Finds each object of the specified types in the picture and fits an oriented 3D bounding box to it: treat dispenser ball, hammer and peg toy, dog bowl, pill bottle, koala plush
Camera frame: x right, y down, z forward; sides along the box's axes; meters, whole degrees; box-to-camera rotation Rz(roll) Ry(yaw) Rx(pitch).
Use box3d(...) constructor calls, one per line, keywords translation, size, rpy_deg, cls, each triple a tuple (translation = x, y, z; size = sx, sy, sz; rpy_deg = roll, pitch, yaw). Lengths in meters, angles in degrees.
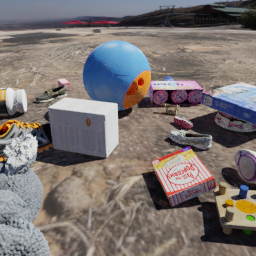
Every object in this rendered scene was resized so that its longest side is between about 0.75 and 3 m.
box3d(translation=(-0.486, -2.268, 12.326), size=(3.005, 3.005, 3.005), rpy_deg=(0, 25, 0), cls="treat dispenser ball")
box3d(translation=(2.942, 1.826, 6.336), size=(1.829, 0.645, 1.345), rpy_deg=(2, 24, 6), cls="hammer and peg toy")
box3d(translation=(4.432, -0.473, 11.190), size=(1.834, 0.676, 1.834), rpy_deg=(1, 25, 0), cls="dog bowl")
box3d(translation=(-5.476, -1.106, 11.940), size=(2.063, 1.200, 1.200), rpy_deg=(-5, 26, -10), cls="pill bottle")
box3d(translation=(-2.375, 1.607, 5.022), size=(2.619, 2.528, 2.850), rpy_deg=(11, 25, -4), cls="koala plush")

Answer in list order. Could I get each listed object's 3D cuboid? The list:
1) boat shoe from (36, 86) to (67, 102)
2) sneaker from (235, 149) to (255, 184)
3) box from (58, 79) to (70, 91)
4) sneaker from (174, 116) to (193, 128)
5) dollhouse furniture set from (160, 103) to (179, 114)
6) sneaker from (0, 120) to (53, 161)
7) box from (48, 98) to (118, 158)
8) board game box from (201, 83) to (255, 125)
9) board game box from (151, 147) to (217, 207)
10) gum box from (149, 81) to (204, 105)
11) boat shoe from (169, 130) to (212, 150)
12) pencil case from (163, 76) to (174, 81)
box3d(translation=(-3.855, -1.710, 13.996), size=(0.615, 0.519, 1.725), rpy_deg=(21, 32, 38), cls="boat shoe")
box3d(translation=(3.873, 1.270, 7.622), size=(1.075, 0.808, 2.159), rpy_deg=(5, 21, -32), cls="sneaker")
box3d(translation=(-3.547, -2.386, 15.497), size=(0.439, 0.475, 0.926), rpy_deg=(-12, 29, -25), cls="box")
box3d(translation=(2.260, -0.283, 11.123), size=(0.418, 0.352, 0.955), rpy_deg=(-27, 30, -25), cls="sneaker")
box3d(translation=(1.847, -0.842, 12.482), size=(0.762, 0.424, 0.674), rpy_deg=(10, 2, 19), cls="dollhouse furniture set")
box3d(translation=(-3.493, 0.245, 9.145), size=(1.146, 1.131, 2.928), rpy_deg=(20, 30, 40), cls="sneaker")
box3d(translation=(-1.427, -0.050, 9.272), size=(2.000, 1.523, 1.064), rpy_deg=(8, 26, 17), cls="box")
box3d(translation=(4.714, -1.056, 10.980), size=(2.547, 0.555, 2.559), rpy_deg=(-15, 30, -30), cls="board game box")
box3d(translation=(1.428, 1.234, 7.498), size=(1.228, 0.375, 1.621), rpy_deg=(-22, 27, -2), cls="board game box")
box3d(translation=(2.336, -1.717, 13.635), size=(2.476, 0.819, 1.405), rpy_deg=(-1, 25, -2), cls="gum box")
box3d(translation=(2.155, 0.312, 9.724), size=(1.535, 0.492, 0.566), rpy_deg=(18, 31, 34), cls="boat shoe")
box3d(translation=(2.288, -2.296, 15.067), size=(0.722, 0.649, 1.662), rpy_deg=(21, 20, -14), cls="pencil case")
